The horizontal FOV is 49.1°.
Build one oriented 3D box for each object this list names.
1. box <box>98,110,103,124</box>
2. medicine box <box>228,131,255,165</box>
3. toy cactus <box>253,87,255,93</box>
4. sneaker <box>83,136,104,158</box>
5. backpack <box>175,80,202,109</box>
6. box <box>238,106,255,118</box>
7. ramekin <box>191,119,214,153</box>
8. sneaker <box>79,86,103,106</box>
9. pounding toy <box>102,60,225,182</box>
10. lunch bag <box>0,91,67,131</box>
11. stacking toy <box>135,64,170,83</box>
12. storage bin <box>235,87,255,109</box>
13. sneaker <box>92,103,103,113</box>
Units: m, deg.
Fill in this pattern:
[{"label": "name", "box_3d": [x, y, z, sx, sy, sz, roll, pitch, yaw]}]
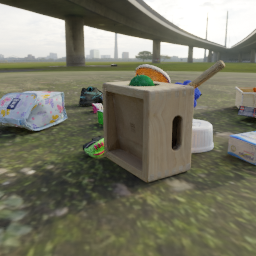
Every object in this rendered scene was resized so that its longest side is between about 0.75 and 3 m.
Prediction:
[{"label": "box", "box_3d": [-0.522, -0.453, 12.105, 1.124, 0.616, 1.273, -11, 18, -31]}, {"label": "medicine box", "box_3d": [3.779, 0.563, 8.234, 1.197, 0.616, 1.091, -7, 16, -25]}, {"label": "toy cactus", "box_3d": [6.890, -1.410, 15.020, 1.719, 1.065, 2.084, -24, 36, -36]}, {"label": "sneaker", "box_3d": [-0.758, 0.420, 8.783, 0.683, 0.626, 1.630, 15, 20, 34]}, {"label": "backpack", "box_3d": [2.635, -1.444, 13.559, 1.628, 1.577, 1.940, -34, 0, 8]}, {"label": "box", "box_3d": [6.349, -0.579, 12.345, 1.613, 0.470, 2.356, 2, 10, -43]}, {"label": "ramekin", "box_3d": [2.041, 0.210, 9.274, 1.578, 0.769, 1.578, 0, 15, 0]}, {"label": "sneaker", "box_3d": [-1.903, -2.010, 17.099, 1.023, 1.075, 2.712, 7, 15, 30]}, {"label": "pounding toy", "box_3d": [0.797, -0.365, 7.437, 1.993, 2.803, 2.581, -9, 18, -32]}, {"label": "lunch bag", "box_3d": [-4.062, -0.749, 11.526, 2.038, 1.528, 2.404, 6, 23, 29]}, {"label": "stacking toy", "box_3d": [0.790, -1.561, 13.249, 1.815, 2.484, 1.815, 22, -17, 7]}, {"label": "storage bin", "box_3d": [7.126, -1.489, 14.956, 2.414, 1.140, 2.432, 3, 15, 12]}, {"label": "sneaker", "box_3d": [-1.557, -1.077, 14.667, 0.530, 0.488, 1.201, -5, 16, -11]}]
